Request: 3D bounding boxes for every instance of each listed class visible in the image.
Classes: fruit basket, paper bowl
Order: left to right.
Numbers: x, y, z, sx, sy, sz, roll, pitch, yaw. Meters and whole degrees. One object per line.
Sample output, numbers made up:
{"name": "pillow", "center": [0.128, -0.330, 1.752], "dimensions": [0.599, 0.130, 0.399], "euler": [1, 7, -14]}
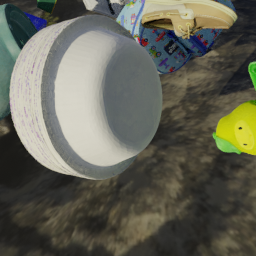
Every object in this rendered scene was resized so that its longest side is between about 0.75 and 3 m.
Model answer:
{"name": "paper bowl", "center": [-0.444, -0.512, 4.957], "dimensions": [1.463, 2.813, 2.813], "euler": [3, 36, 39]}
{"name": "fruit basket", "center": [2.700, -0.156, 4.913], "dimensions": [2.325, 2.325, 1.677], "euler": [-7, 7, -8]}

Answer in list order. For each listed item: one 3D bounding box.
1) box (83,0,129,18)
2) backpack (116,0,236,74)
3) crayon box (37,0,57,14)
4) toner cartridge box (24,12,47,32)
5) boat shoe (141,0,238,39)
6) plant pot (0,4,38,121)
{"name": "box", "center": [-0.660, -3.996, 8.288], "dimensions": [0.603, 1.170, 2.006], "euler": [-46, 51, -14]}
{"name": "backpack", "center": [1.068, -2.621, 7.284], "dimensions": [2.667, 2.435, 1.794], "euler": [-51, 44, 7]}
{"name": "crayon box", "center": [-1.722, -3.702, 6.679], "dimensions": [0.406, 1.576, 0.991], "euler": [17, 40, -27]}
{"name": "toner cartridge box", "center": [-3.504, -3.300, 9.420], "dimensions": [0.932, 0.424, 1.962], "euler": [18, 37, -6]}
{"name": "boat shoe", "center": [1.008, -1.917, 4.998], "dimensions": [1.794, 0.596, 0.664], "euler": [24, 5, 36]}
{"name": "plant pot", "center": [-2.815, -1.572, 6.035], "dimensions": [1.721, 2.569, 2.569], "euler": [-23, 41, 11]}
